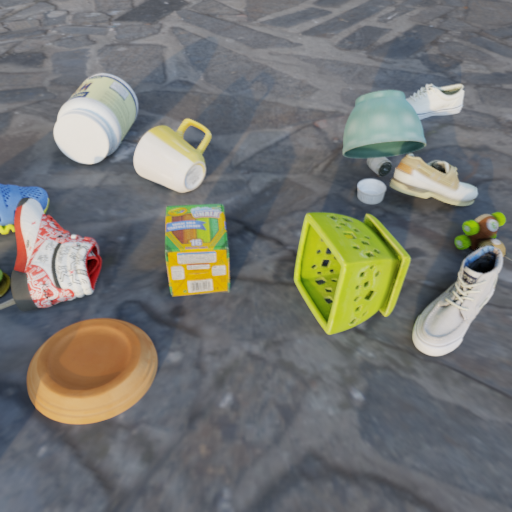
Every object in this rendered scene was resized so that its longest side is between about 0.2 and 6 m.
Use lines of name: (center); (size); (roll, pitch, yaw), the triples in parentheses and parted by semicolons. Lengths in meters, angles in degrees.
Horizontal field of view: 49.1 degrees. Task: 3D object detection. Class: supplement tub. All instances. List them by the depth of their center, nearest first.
supplement tub: (-3.669, -3.155, 12.903); (1.452, 1.452, 2.003); (5, 41, 6)

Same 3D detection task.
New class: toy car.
toy car: (4.229, -0.205, 10.033); (0.789, 0.758, 0.960); (-16, 52, -20)

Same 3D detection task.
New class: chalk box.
chalk box: (-1.034, -0.245, 9.784); (1.038, 1.031, 1.664); (-4, 41, -6)

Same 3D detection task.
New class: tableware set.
tableware set: (-5.404, 0.328, 9.584); (1.854, 0.422, 2.753); (-29, 48, -29)

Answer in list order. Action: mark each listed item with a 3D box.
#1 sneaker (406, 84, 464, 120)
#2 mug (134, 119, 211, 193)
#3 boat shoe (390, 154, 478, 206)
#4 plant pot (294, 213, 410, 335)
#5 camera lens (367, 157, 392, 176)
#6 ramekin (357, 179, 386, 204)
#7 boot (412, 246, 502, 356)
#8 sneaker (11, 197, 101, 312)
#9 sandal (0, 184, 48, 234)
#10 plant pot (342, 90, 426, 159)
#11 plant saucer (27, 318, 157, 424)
sneaker: (4.352, -4.040, 14.484); (2.196, 0.777, 0.802); (-13, 42, -15)
mug: (-1.670, -2.060, 11.700); (1.223, 1.490, 1.193); (33, 26, 25)
boat shoe: (3.636, -1.492, 11.037); (2.116, 0.724, 0.791); (4, 23, -31)
plant pot: (1.547, 0.194, 9.002); (1.326, 1.461, 1.454); (-8, 39, -18)
camera lens: (2.730, -2.023, 12.389); (0.390, 0.390, 0.487); (-16, 43, -19)
ramekin: (2.387, -1.325, 11.646); (0.589, 0.287, 0.589); (0, 40, 0)
boot: (3.176, 0.611, 8.784); (0.773, 1.004, 2.101); (28, 47, 29)
sneaker: (-3.446, -0.167, 9.807); (1.362, 0.849, 2.542); (-12, 46, -8)
sandal: (-5.290, -1.077, 10.379); (2.823, 1.229, 1.122); (-9, 33, -36)
plant pot: (2.560, -2.695, 11.416); (1.660, 1.112, 1.660); (-4, -2, 0)
plant saucer: (-2.399, 1.561, 8.176); (1.870, 0.350, 1.870); (0, 40, 0)
